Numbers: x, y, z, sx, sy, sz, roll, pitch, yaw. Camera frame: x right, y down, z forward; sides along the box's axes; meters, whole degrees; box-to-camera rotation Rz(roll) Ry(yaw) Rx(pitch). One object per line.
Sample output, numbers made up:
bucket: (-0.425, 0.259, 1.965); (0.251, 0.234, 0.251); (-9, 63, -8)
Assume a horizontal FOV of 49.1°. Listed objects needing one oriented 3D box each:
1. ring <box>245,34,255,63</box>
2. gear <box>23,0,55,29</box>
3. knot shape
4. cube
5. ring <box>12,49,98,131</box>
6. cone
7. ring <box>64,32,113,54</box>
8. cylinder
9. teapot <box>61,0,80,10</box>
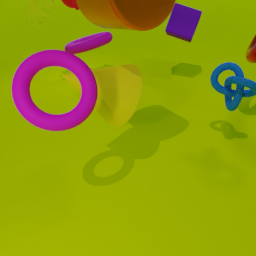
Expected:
ring: (3.678, -2.542, 7.133); (0.387, 1.936, 1.936); (31, 40, 6)
gear: (-2.831, -4.017, 8.937); (0.297, 1.607, 1.607); (7, 21, -45)
knot shape: (2.425, -1.025, 6.555); (0.528, 1.144, 1.070); (-32, 81, -25)
cube: (1.993, -3.768, 10.110); (0.988, 0.988, 0.988); (21, 14, 6)
ring: (-1.129, -0.600, 4.414); (1.314, 1.314, 0.263); (-11, -4, -17)
cone: (-0.682, -0.842, 5.612); (1.394, 1.389, 1.389); (15, 22, -35)
ring: (-1.436, -3.105, 10.204); (1.816, 0.363, 1.816); (-14, 24, 6)
cylinder: (-0.069, -2.484, 4.981); (1.384, 1.384, 1.384); (-19, 28, -27)
teapot: (-1.773, -4.490, 8.810); (1.142, 1.837, 0.900); (-21, -14, 21)
